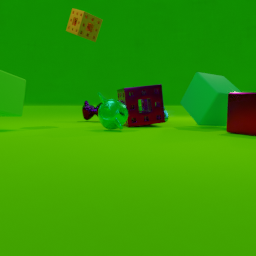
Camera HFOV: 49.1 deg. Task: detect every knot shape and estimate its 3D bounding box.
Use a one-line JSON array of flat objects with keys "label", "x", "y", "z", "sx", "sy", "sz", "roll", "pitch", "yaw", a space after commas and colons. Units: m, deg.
[{"label": "knot shape", "x": 0.910, "y": -0.565, "z": 11.216, "sx": 1.297, "sy": 0.641, "sz": 1.387, "roll": 2, "pitch": 5, "yaw": 20}]

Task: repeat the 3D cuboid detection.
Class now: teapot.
[{"label": "teapot", "x": -0.466, "y": -0.451, "z": 7.672, "sx": 0.861, "sy": 1.384, "sz": 0.678, "roll": -35, "pitch": -34, "yaw": 3}]

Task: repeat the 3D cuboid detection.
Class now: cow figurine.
[{"label": "cow figurine", "x": -1.099, "y": -0.746, "z": 11.574, "sx": 1.552, "sy": 0.852, "sz": 1.527, "roll": -19, "pitch": 22, "yaw": -31}]

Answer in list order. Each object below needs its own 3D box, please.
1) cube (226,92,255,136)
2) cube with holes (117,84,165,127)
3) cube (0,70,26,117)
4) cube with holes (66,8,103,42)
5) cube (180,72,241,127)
[{"label": "cube", "x": 3.109, "y": -0.357, "z": 6.768, "sx": 0.989, "sy": 0.989, "sz": 0.989, "roll": -3, "pitch": 7, "yaw": -33}, {"label": "cube with holes", "x": 0.398, "y": -0.742, "z": 9.233, "sx": 1.213, "sy": 1.213, "sz": 1.213, "roll": -7, "pitch": 6, "yaw": -12}, {"label": "cube", "x": -3.604, "y": -0.916, "z": 7.618, "sx": 1.070, "sy": 1.070, "sz": 1.070, "roll": 1, "pitch": -7, "yaw": 25}, {"label": "cube with holes", "x": -1.483, "y": -3.471, "z": 9.476, "sx": 0.766, "sy": 0.766, "sz": 0.766, "roll": 6, "pitch": 21, "yaw": -45}, {"label": "cube", "x": 2.559, "y": -0.859, "z": 8.571, "sx": 1.171, "sy": 1.171, "sz": 1.171, "roll": 2, "pitch": 39, "yaw": -29}]
